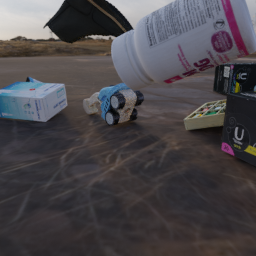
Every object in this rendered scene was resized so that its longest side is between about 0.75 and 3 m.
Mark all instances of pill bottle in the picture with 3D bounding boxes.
[{"bbox_3d":[1.139,-1.891,6.082,2.807,1.591,1.591,-17,8,31],"label":"pill bottle"}]

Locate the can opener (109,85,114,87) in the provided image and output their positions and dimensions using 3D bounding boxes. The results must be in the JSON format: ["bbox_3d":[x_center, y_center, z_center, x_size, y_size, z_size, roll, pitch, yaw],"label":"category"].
[{"bbox_3d":[-0.647,-1.982,14.460,0.310,0.388,1.161,-13,22,-36],"label":"can opener"}]

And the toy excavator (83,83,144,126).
[{"bbox_3d":[-0.680,-0.907,9.697,1.060,2.063,2.121,-15,51,-37],"label":"toy excavator"}]

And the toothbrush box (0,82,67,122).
[{"bbox_3d":[-3.563,-1.012,10.246,2.149,0.917,1.574,7,28,17],"label":"toothbrush box"}]

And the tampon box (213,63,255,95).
[{"bbox_3d":[5.644,-2.552,14.362,2.013,1.509,1.271,-5,18,-16],"label":"tampon box"}]

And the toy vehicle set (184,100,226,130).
[{"bbox_3d":[3.084,-0.547,9.265,1.669,0.356,2.687,-9,11,32],"label":"toy vehicle set"}]

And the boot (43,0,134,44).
[{"bbox_3d":[-1.150,-3.332,9.600,2.953,2.043,1.144,36,25,-35],"label":"boot"}]

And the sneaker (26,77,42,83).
[{"bbox_3d":[-3.871,-1.594,12.638,1.228,1.062,2.834,4,15,-36],"label":"sneaker"}]

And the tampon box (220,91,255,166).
[{"bbox_3d":[3.718,-0.036,6.517,2.366,1.494,1.773,-8,19,-24],"label":"tampon box"}]
